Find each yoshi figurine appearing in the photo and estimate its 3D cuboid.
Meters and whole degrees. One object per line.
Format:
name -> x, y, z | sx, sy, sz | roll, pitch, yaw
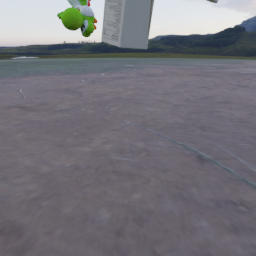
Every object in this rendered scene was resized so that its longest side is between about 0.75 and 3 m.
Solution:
yoshi figurine -> -1.653, -3.747, 8.397 | 1.175, 2.098, 1.179 | -18, -10, -2

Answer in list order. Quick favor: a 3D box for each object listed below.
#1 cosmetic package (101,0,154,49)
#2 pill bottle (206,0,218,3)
cosmetic package -> 0.019, -3.101, 6.680 | 0.810, 2.217, 1.148 | -6, 26, -29
pill bottle -> 2.196, -3.589, 6.888 | 0.510, 0.876, 0.510 | 20, 18, -7
